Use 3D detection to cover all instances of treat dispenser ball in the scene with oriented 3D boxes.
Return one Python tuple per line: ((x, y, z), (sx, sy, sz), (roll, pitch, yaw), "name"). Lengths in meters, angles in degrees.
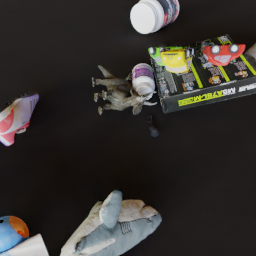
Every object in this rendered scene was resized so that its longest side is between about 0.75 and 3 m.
((-2.234, 2.029, 5.137), (0.798, 0.798, 0.798), (0, 41, 0), "treat dispenser ball")

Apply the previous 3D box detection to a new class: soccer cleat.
((-3.149, -0.366, 8.064), (0.835, 0.896, 2.448), (-24, 19, 16), "soccer cleat")

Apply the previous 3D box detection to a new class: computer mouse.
((0.710, -0.088, 8.085), (0.277, 0.161, 0.947), (-6, 40, -5), "computer mouse")

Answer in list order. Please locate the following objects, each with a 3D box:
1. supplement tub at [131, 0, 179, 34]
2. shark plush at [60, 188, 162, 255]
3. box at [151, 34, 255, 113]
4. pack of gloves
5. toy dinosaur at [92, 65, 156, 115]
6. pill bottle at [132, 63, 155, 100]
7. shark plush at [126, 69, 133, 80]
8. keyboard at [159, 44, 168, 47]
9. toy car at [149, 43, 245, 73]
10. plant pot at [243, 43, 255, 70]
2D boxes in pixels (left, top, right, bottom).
((1.298, -5.489, 13.316), (1.538, 1.538, 2.191), (25, 47, 27), "supplement tub")
((-0.492, 2.251, 4.815), (1.184, 1.291, 2.843), (43, 44, 1), "shark plush")
((2.333, -1.892, 9.301), (2.890, 0.711, 2.992), (-12, 40, 6), "box")
((-1.878, 2.582, 4.482), (1.414, 0.279, 1.188), (-21, 73, -24), "pack of gloves")
((-0.340, -1.127, 8.879), (1.383, 1.041, 2.704), (-6, 34, -24), "toy dinosaur")
((0.505, -1.517, 9.292), (0.753, 0.753, 1.341), (0, 40, 0), "pill bottle")
((0.214, -1.983, 10.148), (0.383, 0.351, 0.844), (19, 44, 21), "shark plush")
((1.525, -3.384, 11.989), (0.602, 0.098, 0.948), (18, 45, 20), "keyboard")
((1.644, -2.193, 8.620), (2.914, 0.650, 2.742), (-14, 21, -28), "toy car")
((4.988, -2.400, 9.695), (1.703, 1.962, 1.962), (-27, 45, -5), "plant pot")
